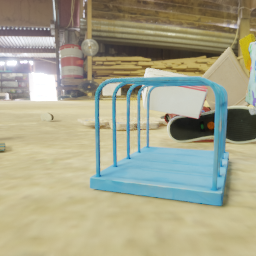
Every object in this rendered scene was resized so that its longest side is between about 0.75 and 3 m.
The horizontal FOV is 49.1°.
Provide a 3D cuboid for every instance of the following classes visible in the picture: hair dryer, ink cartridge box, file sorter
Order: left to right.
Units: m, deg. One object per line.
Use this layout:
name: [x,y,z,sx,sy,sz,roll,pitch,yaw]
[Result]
ink cartridge box: [0.811,-0.714,5.367,1.023,0.596,1.405,11,20,-2]
file sorter: [0.508,-0.001,3.265,1.236,1.093,1.781,2,8,21]
hair dryer: [1.667,-0.260,8.482,1.745,0.622,2.291,-12,-5,23]

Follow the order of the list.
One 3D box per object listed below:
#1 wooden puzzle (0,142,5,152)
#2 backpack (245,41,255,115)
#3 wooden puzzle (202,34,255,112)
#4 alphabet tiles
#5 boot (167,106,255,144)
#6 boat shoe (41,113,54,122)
wooden puzzle: [-2.383,0.341,4.648,0.632,0.075,1.066,-3,7,-22]
backpack: [2.716,-0.501,3.219,2.423,2.055,2.729,1,2,12]
wooden puzzle: [2.303,-0.937,6.533,0.268,1.549,2.296,-6,-18,-26]
alphabet tiles: [-0.144,-0.177,8.484,2.561,0.191,2.618,-2,7,-19]
boot: [1.837,-0.101,5.893,1.976,0.715,1.425,-2,5,10]
boat shoe: [-2.777,-0.385,9.787,0.259,0.312,0.869,-10,6,-38]
